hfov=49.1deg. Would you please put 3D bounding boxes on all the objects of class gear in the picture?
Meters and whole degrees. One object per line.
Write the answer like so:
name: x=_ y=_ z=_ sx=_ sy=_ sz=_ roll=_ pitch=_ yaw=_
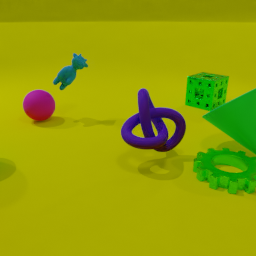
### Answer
gear: x=1.804 y=0.724 z=5.018 sx=1.220 sy=0.226 sz=1.220 roll=0 pitch=23 yaw=0

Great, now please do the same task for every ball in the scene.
ball: x=-2.340 y=-0.600 z=7.397 sx=0.824 sy=0.824 sz=0.824 roll=0 pitch=23 yaw=0

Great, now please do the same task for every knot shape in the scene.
knot shape: x=0.449 y=-0.166 z=5.341 sx=1.332 sy=1.246 sz=0.615 roll=-4 pitch=-19 yaw=-37

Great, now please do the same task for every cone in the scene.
cone: x=2.369 y=0.049 z=5.523 sx=1.317 sy=1.321 sz=1.317 roll=-26 pitch=-6 yaw=-3

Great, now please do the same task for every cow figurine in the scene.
cow figurine: x=-1.475 y=-1.466 z=7.243 sx=0.904 sy=0.496 sz=0.889 roll=-24 pitch=29 yaw=55

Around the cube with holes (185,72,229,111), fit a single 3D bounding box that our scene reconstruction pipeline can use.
cube with holes: x=2.421 y=-1.145 z=8.619 sx=0.909 sy=0.909 sz=0.909 roll=20 pitch=30 yaw=40
